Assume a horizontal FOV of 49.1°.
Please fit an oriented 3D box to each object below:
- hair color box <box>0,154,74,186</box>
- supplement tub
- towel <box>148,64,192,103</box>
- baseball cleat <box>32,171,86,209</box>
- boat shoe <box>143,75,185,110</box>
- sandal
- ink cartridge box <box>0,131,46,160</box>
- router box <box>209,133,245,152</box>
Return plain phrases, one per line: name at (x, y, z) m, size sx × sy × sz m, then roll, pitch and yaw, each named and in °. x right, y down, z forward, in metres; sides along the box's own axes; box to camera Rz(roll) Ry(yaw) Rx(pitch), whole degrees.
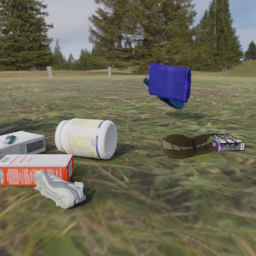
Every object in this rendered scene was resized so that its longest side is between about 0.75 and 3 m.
hair color box at (-1.928, 0.863, 5.860) m, size 1.450 × 0.444 × 0.736 m, roll 1°, pitch 14°, yaw -1°
supplement tub at (-1.062, 0.261, 7.237) m, size 1.369 × 0.993 × 0.993 m, roll 4°, pitch 14°, yaw 19°
towel at (1.598, -1.753, 10.754) m, size 1.748 × 1.291 × 0.433 m, roll 18°, pitch 27°, yaw 34°
baseball cleat at (-1.229, 1.099, 5.131) m, size 0.643 × 0.422 × 1.209 m, roll -5°, pitch 23°, yaw -44°
boat shoe at (1.583, -1.593, 12.170) m, size 0.738 × 2.151 × 0.905 m, roll -15°, pitch 36°, yaw 56°
sandal at (1.524, 0.429, 7.428) m, size 1.595 × 0.652 × 0.435 m, roll -8°, pitch -1°, yaw -25°
ink cartridge box at (-3.639, 0.530, 7.200) m, size 1.962 × 0.492 × 2.261 m, roll 9°, pitch 16°, yaw 30°
router box at (2.790, 0.403, 8.209) m, size 0.779 × 0.267 × 1.045 m, roll -2°, pitch 13°, yaw -7°
